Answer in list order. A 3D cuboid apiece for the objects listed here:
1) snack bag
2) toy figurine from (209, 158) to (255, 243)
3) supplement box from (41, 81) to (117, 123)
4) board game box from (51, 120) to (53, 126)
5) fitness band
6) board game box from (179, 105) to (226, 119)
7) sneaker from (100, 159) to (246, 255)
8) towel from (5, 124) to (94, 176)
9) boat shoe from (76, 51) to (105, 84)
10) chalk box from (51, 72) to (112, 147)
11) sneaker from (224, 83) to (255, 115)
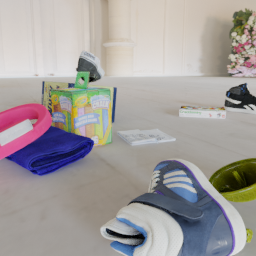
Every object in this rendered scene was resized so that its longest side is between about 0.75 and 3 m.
[{"bbox_3d":[0.484,0.204,7.546,1.308,0.140,1.233,-4,13,-19],"label":"snack bag"},{"bbox_3d":[2.364,0.877,3.270,2.408,1.442,1.270,-30,33,31],"label":"toy figurine"},{"bbox_3d":[-1.637,-0.855,9.251,1.792,1.204,1.794,-3,10,-45],"label":"supplement box"},{"bbox_3d":[-2.103,-0.029,8.466,1.385,0.224,0.832,7,11,29],"label":"board game box"},{"bbox_3d":[-2.694,0.176,5.515,2.453,0.459,1.762,-30,25,-27],"label":"fitness band"},{"bbox_3d":[2.857,-0.626,10.775,1.688,0.292,1.065,3,14,14],"label":"board game box"},{"bbox_3d":[0.283,0.881,3.264,1.326,0.730,1.811,-1,17,-19],"label":"sneaker"},{"bbox_3d":[-1.865,0.395,5.878,2.002,0.496,1.478,15,23,42],"label":"towel"},{"bbox_3d":[-1.321,-1.870,9.292,0.835,0.689,2.434,26,-3,0],"label":"boat shoe"},{"bbox_3d":[-1.135,-0.468,6.795,1.088,1.758,1.094,-12,16,-39],"label":"chalk box"},{"bbox_3d":[4.975,-1.204,11.253,2.159,1.208,0.789,8,17,33],"label":"sneaker"}]
